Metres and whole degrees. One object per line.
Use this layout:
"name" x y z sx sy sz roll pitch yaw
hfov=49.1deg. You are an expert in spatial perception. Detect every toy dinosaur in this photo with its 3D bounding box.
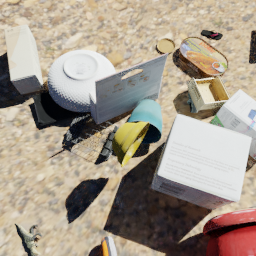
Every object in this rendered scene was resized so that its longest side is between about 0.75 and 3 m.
"toy dinosaur" -3.193 3.549 9.234 0.619 0.334 1.406 -38 69 -7

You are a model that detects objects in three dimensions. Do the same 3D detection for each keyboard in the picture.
"keyboard" -2.244 -1.260 11.137 2.960 0.380 1.777 -17 76 -7

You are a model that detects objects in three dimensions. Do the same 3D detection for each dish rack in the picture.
"dish rack" -1.304 0.252 10.473 1.820 0.496 1.396 21 68 10

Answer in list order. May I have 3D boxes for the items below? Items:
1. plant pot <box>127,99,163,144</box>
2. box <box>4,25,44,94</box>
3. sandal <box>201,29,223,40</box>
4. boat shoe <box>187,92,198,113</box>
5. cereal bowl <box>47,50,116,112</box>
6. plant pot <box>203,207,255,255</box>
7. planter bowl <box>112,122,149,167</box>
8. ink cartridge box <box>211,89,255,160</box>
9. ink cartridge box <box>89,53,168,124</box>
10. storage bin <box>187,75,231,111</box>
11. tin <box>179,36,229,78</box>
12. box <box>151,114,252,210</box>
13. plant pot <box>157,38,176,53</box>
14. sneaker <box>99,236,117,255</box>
"plant pot" 0.677 -0.315 10.293 1.347 1.347 1.265 13 55 5
"box" -4.180 -2.753 11.292 0.968 1.182 2.489 -14 68 -5
"sandal" 3.725 -4.164 12.359 0.963 0.217 0.362 17 69 7
"boat shoe" 2.498 -1.024 11.044 0.285 0.336 0.923 -10 74 -8
"cereal bowl" -1.748 -2.022 10.787 2.748 1.145 2.748 3 59 -4
"plant pot" 3.504 3.747 7.937 2.743 2.743 2.497 -5 59 -2
"planter bowl" -0.035 0.334 8.295 0.651 1.562 1.562 31 71 11
"ink cartridge box" 4.286 -0.041 9.948 0.979 1.625 2.237 -42 74 -15
"ink cartridge box" -0.030 -1.487 9.894 2.751 2.424 0.615 -24 61 -18
"storage bin" 3.115 -1.397 10.861 1.281 0.600 1.272 -9 68 -22
"tin" 3.152 -2.948 11.770 1.255 0.469 2.242 -43 74 -11
"box" 2.217 1.198 9.042 2.404 2.392 2.060 17 69 7
"plant pot" 1.663 -3.565 12.181 0.798 0.110 0.798 0 69 0
"sneaker" -1.022 4.773 8.310 1.594 1.103 2.845 -4 68 -3
